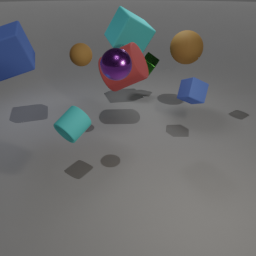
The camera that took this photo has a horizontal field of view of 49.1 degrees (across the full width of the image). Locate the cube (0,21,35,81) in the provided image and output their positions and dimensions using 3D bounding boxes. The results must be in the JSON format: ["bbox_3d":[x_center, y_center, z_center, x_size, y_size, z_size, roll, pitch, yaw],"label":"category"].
[{"bbox_3d":[-4.334,-2.802,10.176,1.400,1.400,1.400,-20,42,-2],"label":"cube"}]

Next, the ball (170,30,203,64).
[{"bbox_3d":[2.498,-3.434,11.960,1.400,1.400,1.400,0,28,0],"label":"ball"}]

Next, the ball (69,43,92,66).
[{"bbox_3d":[-1.451,-2.257,8.629,0.700,0.700,0.700,0,28,0],"label":"ball"}]

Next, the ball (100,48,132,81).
[{"bbox_3d":[-0.259,-1.393,6.135,0.700,0.700,0.700,0,28,0],"label":"ball"}]

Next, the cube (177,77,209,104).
[{"bbox_3d":[2.233,-1.270,9.680,0.700,0.700,0.700,18,-6,-25],"label":"cube"}]

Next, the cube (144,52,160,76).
[{"bbox_3d":[0.996,-3.134,13.717,0.700,0.700,0.700,35,49,-4],"label":"cube"}]

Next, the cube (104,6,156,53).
[{"bbox_3d":[0.051,-4.045,11.937,1.400,1.400,1.400,17,30,-34],"label":"cube"}]

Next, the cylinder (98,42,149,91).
[{"bbox_3d":[-0.154,-2.247,10.406,1.400,1.400,1.400,-19,21,23],"label":"cylinder"}]

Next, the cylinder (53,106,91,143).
[{"bbox_3d":[-1.423,-0.093,7.208,0.700,0.700,0.700,22,62,36],"label":"cylinder"}]
